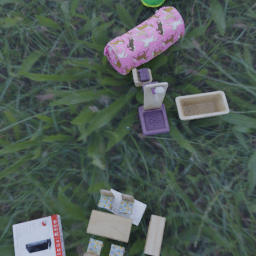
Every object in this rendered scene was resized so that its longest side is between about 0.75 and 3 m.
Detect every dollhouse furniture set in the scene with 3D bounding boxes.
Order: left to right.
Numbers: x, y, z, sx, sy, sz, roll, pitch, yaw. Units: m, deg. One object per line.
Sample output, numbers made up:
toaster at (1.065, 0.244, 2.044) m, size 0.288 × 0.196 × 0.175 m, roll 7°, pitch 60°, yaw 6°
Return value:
dollhouse furniture set at (-0.094, 2.712, 7.510) m, size 2.049 × 1.361 × 1.795 m, roll 10°, pitch 67°, yaw 10°
dollhouse furniture set at (1.781, -1.372, 9.014) m, size 2.972 × 2.109 × 2.355 m, roll -8°, pitch 70°, yaw -3°

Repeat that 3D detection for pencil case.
pencil case at (0.596, -3.159, 10.144) m, size 2.966 × 1.228 × 1.283 m, roll -37°, pitch 45°, yaw -11°

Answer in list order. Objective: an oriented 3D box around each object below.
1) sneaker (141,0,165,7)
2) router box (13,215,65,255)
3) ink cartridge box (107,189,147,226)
sneaker at (1.522, -5.722, 11.141) m, size 2.448 × 1.023 × 0.907 m, roll -33°, pitch 73°, yaw -8°
router box at (-2.585, 3.454, 8.210) m, size 1.337 × 0.364 × 1.489 m, roll -13°, pitch 71°, yaw -5°
ink cartridge box at (-0.108, 2.430, 8.618) m, size 1.209 × 0.304 × 0.659 m, roll 24°, pitch 72°, yaw 10°
